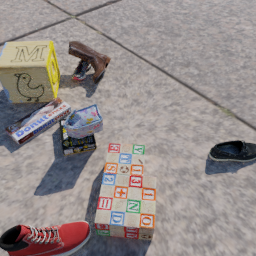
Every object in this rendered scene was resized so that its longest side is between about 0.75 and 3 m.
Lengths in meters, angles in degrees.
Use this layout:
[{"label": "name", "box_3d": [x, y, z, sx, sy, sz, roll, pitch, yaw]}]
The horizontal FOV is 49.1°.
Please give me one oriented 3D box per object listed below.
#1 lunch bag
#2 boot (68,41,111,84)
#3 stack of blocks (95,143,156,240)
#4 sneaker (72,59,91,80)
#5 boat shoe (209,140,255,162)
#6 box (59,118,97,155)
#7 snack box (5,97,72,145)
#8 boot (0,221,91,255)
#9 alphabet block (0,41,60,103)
[{"label": "lunch bag", "box_3d": [-1.640, -0.195, 10.158, 1.349, 1.144, 0.858, -22, 72, -11]}, {"label": "boot", "box_3d": [-2.048, -3.189, 13.270, 2.122, 0.682, 1.978, 28, 47, -8]}, {"label": "stack of blocks", "box_3d": [0.038, 1.924, 9.055, 1.708, 0.869, 2.967, 4, 48, 3]}, {"label": "sneaker", "box_3d": [-2.291, -2.919, 13.622, 0.650, 0.602, 1.613, 11, 49, 9]}, {"label": "boat shoe", "box_3d": [4.009, 0.753, 10.262, 1.991, 0.660, 0.744, 0, 48, 0]}, {"label": "box", "box_3d": [-1.979, 0.222, 10.926, 1.272, 0.393, 1.592, -12, 50, -9]}, {"label": "snack box", "box_3d": [-3.617, -0.357, 11.494, 0.930, 0.315, 2.587, 35, 57, 27]}, {"label": "boot", "box_3d": [-2.165, 2.934, 7.627, 2.302, 1.660, 0.833, -16, 50, -14]}, {"label": "alphabet block", "box_3d": [-4.252, -2.467, 12.288, 2.070, 2.022, 2.033, -3, 50, -1]}]
